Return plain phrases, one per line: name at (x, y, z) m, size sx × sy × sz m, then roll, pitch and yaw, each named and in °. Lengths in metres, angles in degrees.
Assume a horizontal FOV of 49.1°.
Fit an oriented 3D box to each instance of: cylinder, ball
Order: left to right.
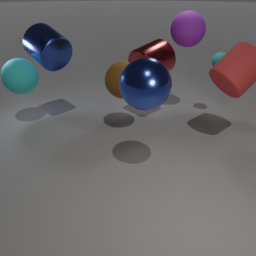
ball at (-4.277, -2.049, 11.104) m, size 1.400 × 1.400 × 1.400 m, roll 0°, pitch 28°, yaw 0°
cylinder at (-3.119, -3.140, 10.894) m, size 1.400 × 1.400 × 1.400 m, roll -24°, pitch 53°, yaw -38°
ball at (-0.177, -1.804, 10.553) m, size 1.400 × 1.400 × 1.400 m, roll 0°, pitch 28°, yaw 0°
ball at (0.462, -1.165, 7.451) m, size 1.400 × 1.400 × 1.400 m, roll 0°, pitch 28°, yaw 0°
cylinder at (0.957, -2.695, 11.290) m, size 1.400 × 1.400 × 1.400 m, roll -33°, pitch 41°, yaw -29°
ball at (2.418, -3.982, 11.296) m, size 1.400 × 1.400 × 1.400 m, roll 0°, pitch 28°, yaw 0°
ball at (3.824, -2.766, 11.548) m, size 0.700 × 0.700 × 0.700 m, roll 0°, pitch 28°, yaw 0°
cylinder at (3.810, -2.000, 9.725) m, size 1.400 × 1.400 × 1.400 m, roll -45°, pitch 37°, yaw 0°
